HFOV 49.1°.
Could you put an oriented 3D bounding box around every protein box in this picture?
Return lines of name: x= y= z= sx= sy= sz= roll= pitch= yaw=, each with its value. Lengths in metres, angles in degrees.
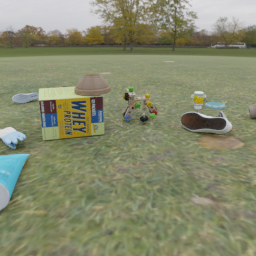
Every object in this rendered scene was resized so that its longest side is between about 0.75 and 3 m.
protein box: x=-2.280 y=-0.682 z=11.065 sx=2.254 sy=1.521 sz=2.238 roll=-6 pitch=20 yaw=-16

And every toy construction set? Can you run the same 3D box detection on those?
toy construction set: x=0.541 y=-1.260 z=12.399 sx=1.575 sy=1.451 sz=1.889 roll=-1 pitch=27 yaw=18

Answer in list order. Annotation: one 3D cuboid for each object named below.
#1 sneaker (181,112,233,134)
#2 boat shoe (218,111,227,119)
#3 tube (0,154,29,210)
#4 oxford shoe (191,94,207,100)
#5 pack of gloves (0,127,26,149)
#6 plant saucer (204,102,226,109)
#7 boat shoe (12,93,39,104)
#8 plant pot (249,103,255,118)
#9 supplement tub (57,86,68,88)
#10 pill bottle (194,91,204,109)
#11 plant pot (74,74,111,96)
sneaker: x=3.068 y=-0.109 z=10.995 sx=0.894 sy=0.769 sz=2.112 roll=18 pitch=-1 yaw=-44
boat shoe: x=4.271 y=-0.493 z=12.674 sx=0.261 sy=0.302 sz=0.832 roll=-39 pitch=14 yaw=21
tube: x=-3.227 y=1.145 z=7.195 sx=1.096 sy=0.713 sz=2.830 roll=2 pitch=13 yaw=-15
oxford shoe: x=4.117 y=-1.778 z=16.269 sx=1.051 sy=0.395 sz=0.304 roll=10 pitch=-21 yaw=49
pack of gloves: x=-4.514 y=0.550 z=9.542 sx=1.732 sy=0.407 sz=2.062 roll=-22 pitch=22 yaw=-34
plant saucer: x=4.608 y=-1.216 z=14.814 sx=1.084 sy=0.149 sz=1.084 roll=-1 pitch=19 yaw=0
boat shoe: x=-5.734 y=-1.631 z=15.644 sx=1.507 sy=0.554 sz=0.503 roll=-12 pitch=-1 yaw=-40
plant pot: x=5.909 y=-0.790 z=12.603 sx=0.814 sy=0.938 sz=0.938 roll=-10 pitch=15 yaw=21
supplement tub: x=-4.174 y=-2.364 z=17.621 sx=0.817 sy=0.501 sz=0.501 roll=-8 pitch=21 yaw=-24
pill bottle: x=3.591 y=-1.409 z=14.281 sx=0.476 sy=0.843 sz=0.476 roll=0 pitch=19 yaw=0
plant pot: x=-1.353 y=-1.673 z=10.570 sx=1.378 sy=0.636 sz=1.378 roll=-1 pitch=21 yaw=1
